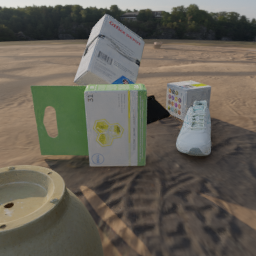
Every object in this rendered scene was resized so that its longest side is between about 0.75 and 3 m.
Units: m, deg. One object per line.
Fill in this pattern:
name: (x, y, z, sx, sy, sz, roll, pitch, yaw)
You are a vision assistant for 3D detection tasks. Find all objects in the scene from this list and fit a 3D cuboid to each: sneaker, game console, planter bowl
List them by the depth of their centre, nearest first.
planter bowl: (-1.570, 1.606, 3.973, 2.542, 1.711, 2.542, 1, 22, 0)
sneaker: (2.117, -0.065, 8.851, 1.020, 1.162, 2.901, 6, 24, 11)
game console: (0.417, -0.603, 11.436, 1.909, 1.111, 1.679, -18, -2, -39)

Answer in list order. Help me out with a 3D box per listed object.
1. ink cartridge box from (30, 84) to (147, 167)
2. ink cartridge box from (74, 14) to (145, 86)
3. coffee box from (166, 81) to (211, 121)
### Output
ink cartridge box: (-1.019, -0.049, 7.413, 2.989, 2.175, 0.717, -1, 24, -2)
ink cartridge box: (-0.672, -2.763, 11.501, 2.133, 2.949, 1.242, 28, -29, -28)
coffee box: (2.404, -1.140, 11.296, 1.266, 1.264, 1.252, -12, 25, -27)
